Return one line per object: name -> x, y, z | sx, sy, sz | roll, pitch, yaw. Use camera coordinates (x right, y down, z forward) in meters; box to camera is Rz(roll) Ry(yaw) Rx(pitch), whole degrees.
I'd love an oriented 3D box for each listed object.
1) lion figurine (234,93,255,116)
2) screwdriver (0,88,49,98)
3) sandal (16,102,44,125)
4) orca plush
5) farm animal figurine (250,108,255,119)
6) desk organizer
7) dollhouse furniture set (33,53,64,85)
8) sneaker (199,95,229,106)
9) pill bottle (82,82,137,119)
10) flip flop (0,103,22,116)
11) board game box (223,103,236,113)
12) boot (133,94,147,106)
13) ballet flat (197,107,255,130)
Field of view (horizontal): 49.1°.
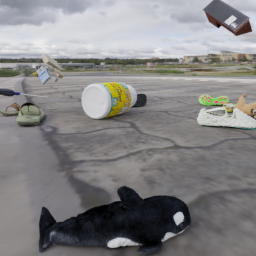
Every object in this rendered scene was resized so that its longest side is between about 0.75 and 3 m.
lion figurine -> 4.742, -0.751, 10.623 | 1.390, 0.822, 2.270 | -36, 11, -19
screwdriver -> -2.230, -0.736, 6.024 | 1.085, 0.158, 0.151 | 0, 38, -28
sandal -> -3.452, -0.576, 9.930 | 0.903, 0.649, 2.273 | -4, 13, -17
orca plush -> -0.128, 0.931, 3.309 | 1.812, 0.644, 0.953 | 1, 13, 3
farm animal figurine -> 5.309, -0.756, 8.642 | 2.426, 2.453, 1.279 | 32, 5, -32
desk organizer -> 3.038, -3.310, 8.579 | 0.603, 0.562, 1.567 | 37, 16, -49
dollhouse furniture set -> -2.883, -1.910, 9.674 | 0.946, 0.893, 0.617 | -37, -28, 14
sneaker -> 4.194, -1.311, 13.767 | 1.425, 0.547, 0.597 | 8, -3, 22
pill bottle -> -0.615, -1.133, 10.952 | 1.292, 1.292, 2.291 | 8, 14, 31
flip flop -> -4.394, -0.776, 11.228 | 1.619, 0.466, 0.656 | -6, 14, -26
board game box -> 5.306, -0.806, 11.842 | 2.451, 0.287, 1.284 | 4, 12, 17
boot -> -0.453, -1.357, 13.380 | 2.429, 0.848, 1.599 | 5, 5, -36
ballet flat -> 3.191, -0.324, 8.907 | 1.936, 0.695, 0.695 | 4, 13, 15
